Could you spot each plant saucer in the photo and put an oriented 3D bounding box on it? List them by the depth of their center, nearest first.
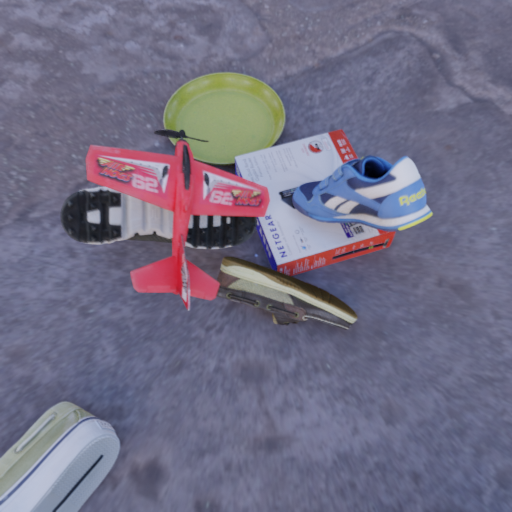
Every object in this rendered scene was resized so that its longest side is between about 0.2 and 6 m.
[{"bbox_3d":[-0.602,-2.584,10.784,2.309,0.359,2.309,0,60,0],"label":"plant saucer"}]

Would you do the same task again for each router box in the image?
[{"bbox_3d":[0.957,-0.941,9.738,2.091,0.569,2.330,-17,62,-9],"label":"router box"}]

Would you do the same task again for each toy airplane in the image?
[{"bbox_3d":[-0.993,-0.524,7.659,2.759,0.507,2.759,13,64,-28],"label":"toy airplane"}]

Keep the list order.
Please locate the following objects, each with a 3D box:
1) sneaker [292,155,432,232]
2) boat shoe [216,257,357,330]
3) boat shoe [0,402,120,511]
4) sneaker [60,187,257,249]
[{"bbox_3d":[1.489,-1.037,8.414,0.904,1.005,2.445,-33,27,-33],"label":"sneaker"},{"bbox_3d":[0.441,0.709,8.760,2.274,0.833,0.737,23,100,0],"label":"boat shoe"},{"bbox_3d":[-3.247,3.402,7.148,1.062,1.233,3.424,23,56,36],"label":"boat shoe"},{"bbox_3d":[-1.472,-0.676,8.741,2.931,1.326,0.974,0,101,-16],"label":"sneaker"}]
